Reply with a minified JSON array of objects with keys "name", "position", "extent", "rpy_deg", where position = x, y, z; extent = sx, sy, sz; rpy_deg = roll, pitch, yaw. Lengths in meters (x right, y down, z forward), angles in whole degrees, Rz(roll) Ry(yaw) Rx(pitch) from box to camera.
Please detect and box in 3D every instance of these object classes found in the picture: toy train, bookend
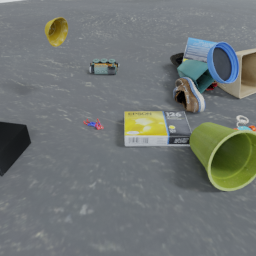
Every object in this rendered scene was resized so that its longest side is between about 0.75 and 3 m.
[{"name":"toy train","position":[4.878,0.463,9.773],"extent":[2.510,0.698,1.885],"rpy_deg":[21,37,23]},{"name":"bookend","position":[-4.550,0.597,9.380],"extent":[1.781,0.826,1.792],"rpy_deg":[6,35,11]},{"name":"toy train","position":[-1.324,-3.359,15.487],"extent":[1.674,0.713,0.954],"rpy_deg":[1,43,1]}]

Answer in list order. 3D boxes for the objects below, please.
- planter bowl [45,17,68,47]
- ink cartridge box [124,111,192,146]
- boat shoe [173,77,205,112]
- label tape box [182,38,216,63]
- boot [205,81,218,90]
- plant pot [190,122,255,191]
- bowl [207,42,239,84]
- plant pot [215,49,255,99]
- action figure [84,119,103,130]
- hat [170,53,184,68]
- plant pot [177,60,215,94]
[{"name":"planter bowl","position":[-3.131,-4.136,11.846],"extent":[0.520,1.250,1.250],"rpy_deg":[28,42,18]},{"name":"ink cartridge box","position":[1.064,-0.196,10.838],"extent":[2.433,0.579,2.462],"rpy_deg":[-1,36,-1]},{"name":"boat shoe","position":[2.535,-1.559,12.548],"extent":[0.909,0.907,2.511],"rpy_deg":[-9,34,-10]},{"name":"label tape box","position":[3.840,-3.624,15.017],"extent":[1.744,0.805,2.435],"rpy_deg":[13,62,7]},{"name":"boot","position":[4.116,-2.370,14.090],"extent":[1.431,0.524,1.078],"rpy_deg":[-16,36,-16]},{"name":"plant pot","position":[2.838,0.657,8.692],"extent":[1.911,1.911,1.815],"rpy_deg":[-10,22,-15]},{"name":"bowl","position":[3.309,-2.245,9.757],"extent":[1.460,1.460,0.286],"rpy_deg":[-26,8,-33]},{"name":"plant pot","position":[5.376,-2.778,13.626],"extent":[2.007,2.009,1.779],"rpy_deg":[-20,26,-27]},{"name":"action figure","position":[-1.330,-0.226,10.987],"extent":[0.905,0.448,0.295],"rpy_deg":[23,40,26]},{"name":"hat","position":[3.104,-3.632,15.922],"extent":[1.524,0.615,1.524],"rpy_deg":[0,48,0]},{"name":"plant pot","position":[3.175,-2.602,13.450],"extent":[1.058,1.058,1.497],"rpy_deg":[-44,50,-6]}]
